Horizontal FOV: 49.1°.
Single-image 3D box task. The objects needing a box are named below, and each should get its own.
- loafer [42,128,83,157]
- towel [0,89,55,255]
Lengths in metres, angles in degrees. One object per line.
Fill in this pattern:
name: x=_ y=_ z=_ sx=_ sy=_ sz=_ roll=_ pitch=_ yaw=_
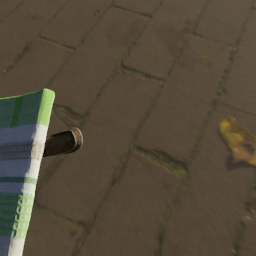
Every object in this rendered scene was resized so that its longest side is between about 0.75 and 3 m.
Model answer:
loafer: x=-1.323 y=0.330 z=5.110 sx=1.192 sy=0.423 sz=0.435 roll=-22 pitch=86 yaw=31
towel: x=-1.818 y=0.772 z=3.637 sx=1.859 sy=0.382 sz=2.491 roll=-4 pitch=67 yaw=28
